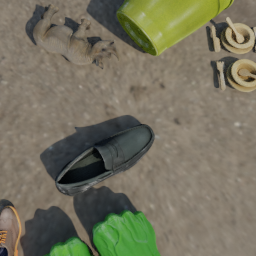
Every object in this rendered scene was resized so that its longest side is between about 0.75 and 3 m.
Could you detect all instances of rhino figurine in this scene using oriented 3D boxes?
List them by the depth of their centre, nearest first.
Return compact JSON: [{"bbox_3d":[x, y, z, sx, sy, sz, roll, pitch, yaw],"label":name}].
[{"bbox_3d":[-1.528,-2.583,8.363,2.917,0.872,1.275,25,92,7],"label":"rhino figurine"}]

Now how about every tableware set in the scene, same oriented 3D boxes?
[{"bbox_3d":[3.453,-2.219,8.397,1.548,0.469,2.341,-1,71,-4],"label":"tableware set"}]

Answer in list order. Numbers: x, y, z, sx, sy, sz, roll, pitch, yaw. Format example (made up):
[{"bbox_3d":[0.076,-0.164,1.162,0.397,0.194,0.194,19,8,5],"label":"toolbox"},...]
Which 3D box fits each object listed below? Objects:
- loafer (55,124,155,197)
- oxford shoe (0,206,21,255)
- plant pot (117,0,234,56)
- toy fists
[{"bbox_3d":[-0.530,0.788,7.211,2.899,1.018,0.984,-31,75,-10],"label":"loafer"},{"bbox_3d":[-2.970,2.686,6.839,0.549,0.561,1.540,-8,72,-3],"label":"oxford shoe"},{"bbox_3d":[1.106,-3.537,7.983,2.543,2.641,2.641,-45,77,1],"label":"plant pot"},{"bbox_3d":[-0.723,3.020,6.529,2.958,1.017,1.508,-27,81,-10],"label":"toy fists"}]
